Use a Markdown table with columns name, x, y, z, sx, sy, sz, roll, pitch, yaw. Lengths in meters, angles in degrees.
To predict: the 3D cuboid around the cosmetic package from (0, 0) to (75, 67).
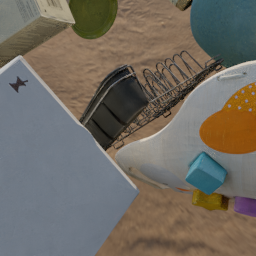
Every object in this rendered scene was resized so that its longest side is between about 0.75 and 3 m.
| name | x | y | z | sx | sy | sz | roll | pitch | yaw |
| --- | --- | --- | --- | --- | --- | --- | --- | --- | --- |
| cosmetic package | -2.421 | -2.097 | 5.889 | 2.299 | 1.209 | 0.817 | -20 | 94 | 24 |

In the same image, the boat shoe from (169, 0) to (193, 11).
| name | x | y | z | sx | sy | sz | roll | pitch | yaw |
| --- | --- | --- | --- | --- | --- | --- | --- | --- | --- |
| boat shoe | 2.110 | -3.740 | 7.197 | 2.604 | 0.964 | 0.864 | -31 | 85 | -13 |

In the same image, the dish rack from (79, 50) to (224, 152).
| name | x | y | z | sx | sy | sz | roll | pitch | yaw |
| --- | --- | --- | --- | --- | --- | --- | --- | --- | --- |
| dish rack | 0.413 | -0.512 | 4.767 | 2.538 | 1.947 | 0.692 | -31 | 82 | -35 |

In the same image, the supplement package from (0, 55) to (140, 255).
| name | x | y | z | sx | sy | sz | roll | pitch | yaw |
| --- | --- | --- | --- | --- | --- | --- | --- | --- | --- |
| supplement package | -1.681 | 0.696 | 3.405 | 2.573 | 1.953 | 1.939 | 1 | 45 | 53 |

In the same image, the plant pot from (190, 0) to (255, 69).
| name | x | y | z | sx | sy | sz | roll | pitch | yaw |
| --- | --- | --- | --- | --- | --- | --- | --- | --- | --- |
| plant pot | 2.549 | -2.492 | 6.141 | 1.950 | 2.895 | 2.895 | 14 | 49 | 46 |

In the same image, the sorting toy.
| name | x | y | z | sx | sy | sz | roll | pitch | yaw |
| --- | --- | --- | --- | --- | --- | --- | --- | --- | --- |
| sorting toy | 1.044 | 0.525 | 3.663 | 2.146 | 2.384 | 1.274 | -10 | 61 | 37 |

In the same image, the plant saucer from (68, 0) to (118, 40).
| name | x | y | z | sx | sy | sz | roll | pitch | yaw |
| --- | --- | --- | --- | --- | --- | --- | --- | --- | --- |
| plant saucer | -1.000 | -3.291 | 7.767 | 1.611 | 1.611 | 0.250 | -32 | 51 | -21 |
